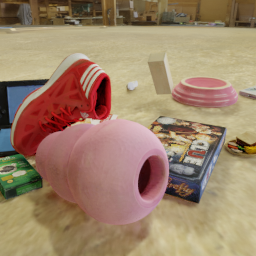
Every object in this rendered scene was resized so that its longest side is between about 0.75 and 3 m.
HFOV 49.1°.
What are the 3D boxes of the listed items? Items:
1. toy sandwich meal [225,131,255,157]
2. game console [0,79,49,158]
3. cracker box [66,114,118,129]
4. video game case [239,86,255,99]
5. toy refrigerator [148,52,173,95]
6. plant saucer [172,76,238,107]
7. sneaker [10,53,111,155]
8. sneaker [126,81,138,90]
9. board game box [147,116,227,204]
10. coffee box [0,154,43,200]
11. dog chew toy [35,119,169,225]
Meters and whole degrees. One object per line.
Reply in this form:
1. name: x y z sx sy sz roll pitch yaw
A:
1. toy sandwich meal: 3.035 0.406 7.257 1.005 0.344 1.005 0 24 0
2. game console: -2.631 -0.381 7.690 2.483 2.140 1.474 -5 0 -11
3. cracker box: -1.436 0.057 7.295 2.079 0.600 1.392 11 34 9
4. video game case: 5.844 -1.419 11.455 1.910 0.210 1.741 -17 29 -33
5. toy refrigerator: 1.221 -1.979 10.259 0.597 1.573 0.550 -1 50 22
6. plant saucer: 3.062 -1.536 11.199 2.572 0.652 2.572 1 24 0
7. sneaker: -1.352 -0.285 5.760 1.491 2.581 1.011 37 5 41
8. sneaker: 0.074 -1.871 12.407 0.425 0.361 0.960 -1 15 26
9. board game box: 1.150 0.540 6.770 1.923 0.491 2.839 12 27 24
10. coffee box: -2.437 0.992 6.005 0.789 0.282 1.283 -15 28 -38
11. dog chew toy: -0.681 0.679 5.163 2.796 1.741 1.741 4 22 40
